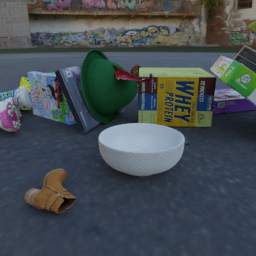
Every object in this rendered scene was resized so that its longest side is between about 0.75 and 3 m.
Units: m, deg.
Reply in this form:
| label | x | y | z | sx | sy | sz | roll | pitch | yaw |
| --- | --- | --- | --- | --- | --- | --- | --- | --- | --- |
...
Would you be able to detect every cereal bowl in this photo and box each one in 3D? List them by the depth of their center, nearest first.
| label | x | y | z | sx | sy | sz | roll | pitch | yaw |
| --- | --- | --- | --- | --- | --- | --- | --- | --- | --- |
| cereal bowl | 0.273 | 0.482 | 5.733 | 1.733 | 0.722 | 1.733 | -1 | 18 | 0 |

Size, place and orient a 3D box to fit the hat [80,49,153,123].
| label | x | y | z | sx | sy | sz | roll | pitch | yaw |
| --- | --- | --- | --- | --- | --- | --- | --- | --- | --- |
| hat | 0.159 | -1.334 | 8.117 | 2.376 | 2.236 | 2.699 | -10 | 47 | 26 |

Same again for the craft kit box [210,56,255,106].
| label | x | y | z | sx | sy | sz | roll | pitch | yaw |
| --- | --- | --- | --- | --- | --- | --- | --- | --- | --- |
| craft kit box | 3.708 | -0.870 | 7.737 | 2.792 | 0.686 | 2.827 | 33 | 20 | -3 |

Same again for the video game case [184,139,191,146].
| label | x | y | z | sx | sy | sz | roll | pitch | yaw |
| --- | --- | --- | --- | --- | --- | --- | --- | --- | --- |
| video game case | 1.167 | 0.305 | 7.308 | 0.578 | 0.077 | 0.810 | -7 | 20 | -19 |

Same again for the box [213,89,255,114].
| label | x | y | z | sx | sy | sz | roll | pitch | yaw |
| --- | --- | --- | --- | --- | --- | --- | --- | --- | --- |
| box | 3.929 | -1.086 | 10.770 | 2.624 | 0.513 | 1.795 | -6 | 19 | -17 |

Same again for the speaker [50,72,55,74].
| label | x | y | z | sx | sy | sz | roll | pitch | yaw |
| --- | --- | --- | --- | --- | --- | --- | --- | --- | --- |
| speaker | -2.280 | -1.371 | 10.480 | 1.286 | 1.286 | 2.909 | -15 | 23 | -38 |

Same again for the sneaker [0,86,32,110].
| label | x | y | z | sx | sy | sz | roll | pitch | yaw |
| --- | --- | --- | --- | --- | --- | --- | --- | --- | --- |
| sneaker | -4.127 | -0.965 | 10.051 | 1.201 | 0.866 | 2.287 | -16 | 10 | -17 |

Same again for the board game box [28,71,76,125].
| label | x | y | z | sx | sy | sz | roll | pitch | yaw |
| --- | --- | --- | --- | --- | --- | --- | --- | --- | --- |
| board game box | -2.448 | -1.000 | 9.004 | 1.946 | 1.472 | 0.356 | 14 | 25 | 37 |

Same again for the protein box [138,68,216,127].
| label | x | y | z | sx | sy | sz | roll | pitch | yaw |
| --- | --- | --- | --- | --- | --- | --- | --- | --- | --- |
| protein box | 1.445 | -1.091 | 9.176 | 2.232 | 1.517 | 2.248 | 1 | 18 | 2 |

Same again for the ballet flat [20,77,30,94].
| label | x | y | z | sx | sy | sz | roll | pitch | yaw |
| --- | --- | --- | --- | --- | --- | --- | --- | --- | --- |
| ballet flat | -3.687 | -2.099 | 13.207 | 2.723 | 0.913 | 0.910 | -4 | 19 | -13 |

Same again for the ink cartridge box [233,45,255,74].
| label | x | y | z | sx | sy | sz | roll | pitch | yaw |
| --- | --- | --- | --- | --- | --- | --- | --- | --- | --- |
| ink cartridge box | 4.254 | -1.695 | 8.638 | 1.681 | 0.631 | 1.385 | 23 | 24 | -36 |

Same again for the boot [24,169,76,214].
| label | x | y | z | sx | sy | sz | roll | pitch | yaw |
| --- | --- | --- | --- | --- | --- | --- | --- | --- | --- |
| boot | -1.145 | 1.032 | 4.653 | 0.733 | 0.362 | 0.944 | 10 | 21 | 27 |

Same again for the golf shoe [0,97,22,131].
| label | x | y | z | sx | sy | sz | roll | pitch | yaw |
| --- | --- | --- | --- | --- | --- | --- | --- | --- | --- |
| golf shoe | -3.733 | -0.310 | 8.184 | 1.070 | 0.881 | 2.339 | -16 | 16 | -15 |

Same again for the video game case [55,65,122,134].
| label | x | y | z | sx | sy | sz | roll | pitch | yaw |
| --- | --- | --- | --- | --- | --- | --- | --- | --- | --- |
| video game case | -1.090 | -1.060 | 8.725 | 0.245 | 1.844 | 2.582 | -18 | 10 | 27 |

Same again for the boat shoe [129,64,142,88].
| label | x | y | z | sx | sy | sz | roll | pitch | yaw |
| --- | --- | --- | --- | --- | --- | --- | --- | --- | --- |
| boat shoe | 0.905 | -1.641 | 10.818 | 2.085 | 0.704 | 0.751 | 39 | 40 | 5 |
